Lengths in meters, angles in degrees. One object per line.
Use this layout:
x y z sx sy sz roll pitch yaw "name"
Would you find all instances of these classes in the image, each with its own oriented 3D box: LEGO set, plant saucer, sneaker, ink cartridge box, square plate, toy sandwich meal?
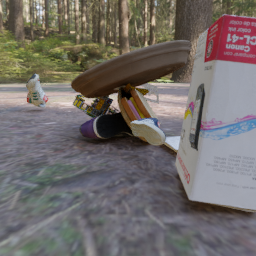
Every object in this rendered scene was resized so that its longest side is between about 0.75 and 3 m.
-0.855 -0.700 8.117 1.090 0.821 1.418 27 -6 28 "LEGO set"
0.118 -1.251 6.469 2.877 0.424 2.877 -19 3 1 "plant saucer"
-0.376 -0.082 6.854 0.793 0.686 1.811 -9 -4 40 "sneaker"
1.228 -0.212 3.538 0.858 2.004 1.479 10 9 2 "ink cartridge box"
1.325 0.347 5.847 1.128 0.162 1.138 -3 10 -12 "square plate"
0.434 0.004 4.818 0.430 0.381 1.017 -20 21 -21 "sneaker"
0.347 -0.392 6.295 0.567 1.656 1.656 -32 -1 21 "toy sandwich meal"
-3.602 -1.453 11.368 0.850 1.819 0.640 27 55 -4 "sneaker"

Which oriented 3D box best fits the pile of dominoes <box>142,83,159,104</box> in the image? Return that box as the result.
0.916 -1.521 12.162 1.051 0.819 0.167 12 -17 -37 "pile of dominoes"
